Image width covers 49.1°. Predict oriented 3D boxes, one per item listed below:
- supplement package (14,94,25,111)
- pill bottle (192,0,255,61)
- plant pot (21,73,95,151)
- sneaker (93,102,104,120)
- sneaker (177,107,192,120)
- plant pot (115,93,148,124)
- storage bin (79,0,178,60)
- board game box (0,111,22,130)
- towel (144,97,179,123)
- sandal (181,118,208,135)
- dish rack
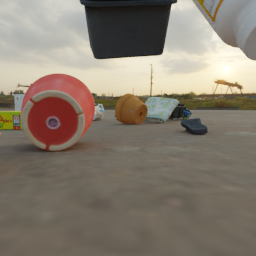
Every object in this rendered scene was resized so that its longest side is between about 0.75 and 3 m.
[{"bbox_3d":[-3.596,-0.781,11.169,1.108,1.112,1.896,0,4,2],"label":"supplement package"},{"bbox_3d":[2.519,-2.809,6.278,1.549,2.790,1.549,-9,-38,-8],"label":"pill bottle"},{"bbox_3d":[-1.126,-0.217,4.423,1.248,1.248,1.104,-1,15,-9],"label":"plant pot"},{"bbox_3d":[-1.688,-0.719,12.423,0.827,0.834,2.302,2,6,14],"label":"sneaker"},{"bbox_3d":[2.778,-0.805,14.032,0.660,0.564,1.592,-38,8,-5],"label":"sneaker"},{"bbox_3d":[0.183,-0.614,10.194,0.784,1.120,1.120,25,19,36],"label":"plant pot"},{"bbox_3d":[-0.094,-3.288,8.622,2.823,1.896,2.055,-6,36,-12],"label":"storage bin"},{"bbox_3d":[-3.157,-0.288,8.766,1.078,0.505,2.122,1,5,13],"label":"board game box"},{"bbox_3d":[1.153,-0.745,11.094,1.385,0.334,1.186,11,55,40],"label":"towel"},{"bbox_3d":[1.627,0.002,7.022,0.517,0.291,1.359,-7,13,5],"label":"sandal"},{"bbox_3d":[0.944,-0.786,13.399,2.991,0.816,2.294,4,5,41],"label":"dish rack"}]
